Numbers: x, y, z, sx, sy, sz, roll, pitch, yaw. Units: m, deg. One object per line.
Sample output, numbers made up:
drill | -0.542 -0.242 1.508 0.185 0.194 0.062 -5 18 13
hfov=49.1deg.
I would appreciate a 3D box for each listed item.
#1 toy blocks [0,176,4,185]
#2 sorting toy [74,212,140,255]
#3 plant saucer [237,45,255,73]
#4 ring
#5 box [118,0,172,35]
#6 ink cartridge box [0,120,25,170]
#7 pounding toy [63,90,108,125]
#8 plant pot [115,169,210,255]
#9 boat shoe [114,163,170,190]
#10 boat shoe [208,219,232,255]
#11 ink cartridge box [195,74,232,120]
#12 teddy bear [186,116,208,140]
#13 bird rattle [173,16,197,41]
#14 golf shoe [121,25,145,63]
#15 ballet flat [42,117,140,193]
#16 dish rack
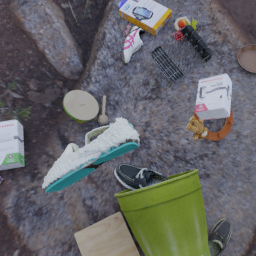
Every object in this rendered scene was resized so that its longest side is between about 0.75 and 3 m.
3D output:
toy blocks | -5.379 1.950 9.900 1.228 1.034 1.148 23 70 9
sorting toy | -0.669 3.963 9.353 1.686 0.587 1.676 -24 71 -9
plant saucer | 5.471 -2.972 12.234 1.460 0.267 1.460 0 69 0
ring | 3.369 -0.411 10.903 1.794 0.172 1.794 2 85 -17
box | 0.704 -5.417 13.092 2.328 0.483 1.386 33 72 15
ink cartridge box | -4.632 0.658 10.571 1.235 0.713 1.691 -8 69 -3
pounding toy | -1.776 -0.683 11.177 1.820 0.844 1.405 8 57 -26
plant pot | 1.280 2.995 8.813 2.798 2.798 2.694 -16 80 -6
boat shoe | 0.752 1.841 9.820 2.693 0.812 1.018 23 45 16
boat shoe | 2.998 3.864 9.385 0.651 0.599 1.823 36 73 13
ink cartridge box | 3.008 -1.080 9.827 1.063 0.619 1.460 -8 54 37
teddy bear | 1.877 0.023 7.518 0.591 0.272 0.815 -50 117 -28
bird rattle | 2.499 -4.532 12.692 1.175 0.662 0.958 -31 79 0
golf shoe | 0.196 -3.678 12.268 0.900 0.710 1.955 11 69 4
ballet flat | -0.957 0.621 6.758 2.726 0.978 0.978 -30 70 13
dish rack | 2.250 -3.118 11.936 2.453 0.669 1.882 -38 86 -9
